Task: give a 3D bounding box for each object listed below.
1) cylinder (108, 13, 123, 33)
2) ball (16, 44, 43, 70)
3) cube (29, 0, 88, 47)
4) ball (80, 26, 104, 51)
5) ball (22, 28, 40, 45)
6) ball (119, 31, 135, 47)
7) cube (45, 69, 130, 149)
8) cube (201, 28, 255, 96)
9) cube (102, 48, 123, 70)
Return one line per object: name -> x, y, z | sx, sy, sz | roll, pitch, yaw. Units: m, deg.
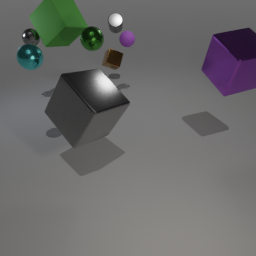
cylinder -> -0.602, -5.054, 13.529 | 0.700, 0.700, 0.700 | 0, -5, -1
ball -> -2.678, -1.940, 7.662 | 0.700, 0.700, 0.700 | 0, 30, 0
cube -> -2.760, -4.244, 11.246 | 1.400, 1.400, 1.400 | -28, 1, 34
ball -> -1.061, -2.632, 8.271 | 0.700, 0.700, 0.700 | 0, 30, 0
ball -> -3.919, -3.659, 11.333 | 0.700, 0.700, 0.700 | 0, 30, 0
ball -> -0.040, -3.999, 12.590 | 0.700, 0.700, 0.700 | 0, 30, 0
cube -> -1.093, -0.553, 7.489 | 1.400, 1.400, 1.400 | 48, 38, 15
cube -> 3.397, -2.069, 8.758 | 1.400, 1.400, 1.400 | -15, 53, -17
cube -> -0.722, -3.195, 13.054 | 0.700, 0.700, 0.700 | 16, -4, -22
